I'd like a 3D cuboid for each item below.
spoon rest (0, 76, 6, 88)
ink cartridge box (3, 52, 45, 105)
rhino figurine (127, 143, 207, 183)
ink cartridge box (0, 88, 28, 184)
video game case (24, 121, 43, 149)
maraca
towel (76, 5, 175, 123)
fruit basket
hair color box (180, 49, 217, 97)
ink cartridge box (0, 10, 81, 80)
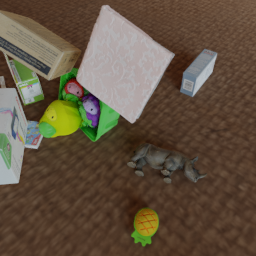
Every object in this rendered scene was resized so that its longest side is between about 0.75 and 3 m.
[{"bbox_3d":[-4.996,-1.483,11.196,0.619,0.378,1.246,-13,63,-10],"label":"spoon rest"},{"bbox_3d":[-3.996,-2.220,10.547,0.832,2.198,1.624,-21,52,-18],"label":"ink cartridge box"},{"bbox_3d":[1.246,1.085,8.615,2.394,0.716,1.047,13,48,9],"label":"rhino figurine"},{"bbox_3d":[-3.866,0.228,8.471,1.067,1.771,2.438,-4,49,-7],"label":"ink cartridge box"},{"bbox_3d":[-3.735,0.168,9.807,1.564,0.136,1.118,6,49,5],"label":"video game case"},{"bbox_3d":[0.455,2.599,7.409,0.665,0.519,0.970,21,61,3],"label":"maraca"},{"bbox_3d":[-0.181,-1.429,6.610,1.985,2.079,0.335,38,37,10],"label":"towel"},{"bbox_3d":[-1.843,-0.727,9.607,2.746,1.981,2.746,11,36,-8],"label":"fruit basket"},{"bbox_3d":[2.886,-2.271,11.408,0.601,0.981,1.982,27,54,22],"label":"hair color box"},{"bbox_3d":[-2.526,-2.316,7.894,1.940,0.884,2.354,31,15,-6],"label":"ink cartridge box"}]
